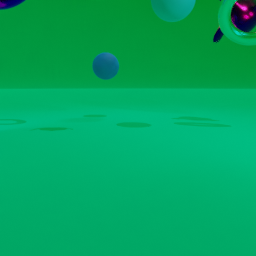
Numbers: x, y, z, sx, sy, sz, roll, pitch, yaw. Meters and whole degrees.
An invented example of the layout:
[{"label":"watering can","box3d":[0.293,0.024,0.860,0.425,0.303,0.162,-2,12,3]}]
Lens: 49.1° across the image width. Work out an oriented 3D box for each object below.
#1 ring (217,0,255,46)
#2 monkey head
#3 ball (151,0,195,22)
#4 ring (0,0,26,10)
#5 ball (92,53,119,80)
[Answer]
[{"label":"ring","box3d":[3.161,-2.910,7.139,1.709,1.709,0.342,5,45,29]},{"label":"monkey head","box3d":[3.266,-3.430,8.397,1.896,1.143,1.364,-24,-28,36]},{"label":"ball","box3d":[1.113,-3.196,6.904,1.090,1.090,1.090,0,9,0]},{"label":"ring","box3d":[-3.122,-3.689,7.342,1.543,1.543,0.309,2,-27,14]},{"label":"ball","box3d":[-0.813,-2.253,10.223,0.972,0.972,0.972,0,9,0]}]
